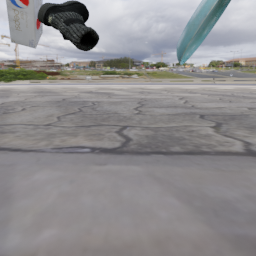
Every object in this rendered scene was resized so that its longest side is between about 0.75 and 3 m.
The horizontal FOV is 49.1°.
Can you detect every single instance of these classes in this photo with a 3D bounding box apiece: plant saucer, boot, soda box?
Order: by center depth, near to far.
[{"bbox_3d":[2.144,-3.011,7.629,0.388,2.831,2.831,36,18,8],"label":"plant saucer"},{"bbox_3d":[-3.148,-3.830,8.593,0.863,0.924,2.712,13,-36,-9],"label":"soda box"},{"bbox_3d":[-1.482,-3.182,8.735,1.686,0.848,2.255,33,37,11],"label":"boot"}]
